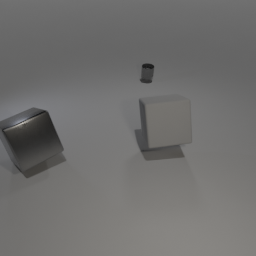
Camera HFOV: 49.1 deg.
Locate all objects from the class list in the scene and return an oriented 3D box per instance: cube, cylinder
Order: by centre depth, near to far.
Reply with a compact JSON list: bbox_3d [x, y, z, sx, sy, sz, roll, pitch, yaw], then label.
[{"bbox_3d":[-3.099,0.295,8.760,1.400,1.400,1.400,-29,23,-28],"label":"cube"},{"bbox_3d":[1.186,-0.273,9.147,1.400,1.400,1.400,-7,15,-4],"label":"cube"},{"bbox_3d":[1.100,-3.167,15.734,0.700,0.700,0.700,2,37,-2],"label":"cylinder"}]
